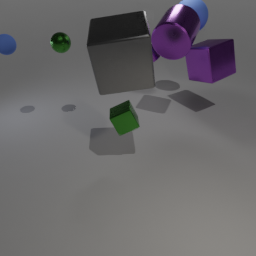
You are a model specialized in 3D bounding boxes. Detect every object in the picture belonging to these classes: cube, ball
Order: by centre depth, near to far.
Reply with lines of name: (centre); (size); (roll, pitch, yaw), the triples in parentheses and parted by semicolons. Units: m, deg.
cube: (-0.142, -1.844, 6.899); (1.400, 1.400, 1.400); (-8, 43, 4)
cube: (-0.113, -0.315, 8.682); (0.700, 0.700, 0.700); (-24, 29, 11)
ball: (-4.209, -2.871, 9.630); (0.700, 0.700, 0.700); (0, 30, 0)
ball: (-2.329, -2.953, 9.697); (0.700, 0.700, 0.700); (0, 30, 0)
cube: (3.372, -2.771, 11.498); (1.400, 1.400, 1.400); (-25, 26, -22)
ball: (2.625, -4.673, 11.673); (1.400, 1.400, 1.400); (0, 30, 0)

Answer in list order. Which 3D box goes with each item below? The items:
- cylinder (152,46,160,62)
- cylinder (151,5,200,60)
cylinder: (1.090, -3.561, 13.510); (0.700, 0.700, 0.700); (-35, 19, 14)
cylinder: (1.690, -3.355, 9.828); (1.400, 1.400, 1.400); (13, 50, 21)
